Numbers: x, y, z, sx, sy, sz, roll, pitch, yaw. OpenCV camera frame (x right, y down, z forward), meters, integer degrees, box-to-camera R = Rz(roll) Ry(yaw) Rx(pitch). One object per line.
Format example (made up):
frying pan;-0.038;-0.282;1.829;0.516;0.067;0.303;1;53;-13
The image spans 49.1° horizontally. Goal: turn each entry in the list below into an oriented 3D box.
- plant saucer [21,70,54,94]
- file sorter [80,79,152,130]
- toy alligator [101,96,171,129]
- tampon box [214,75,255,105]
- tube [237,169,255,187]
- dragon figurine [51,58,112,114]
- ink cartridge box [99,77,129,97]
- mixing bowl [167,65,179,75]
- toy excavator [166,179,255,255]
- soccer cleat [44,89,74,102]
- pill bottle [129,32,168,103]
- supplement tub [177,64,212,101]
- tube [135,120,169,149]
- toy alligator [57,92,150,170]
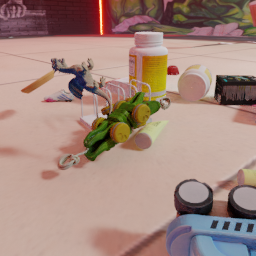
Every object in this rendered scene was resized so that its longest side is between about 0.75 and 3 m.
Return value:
plant saucer;-2.760;-1.403;8.689;1.189;0.223;1.189;-30;17;10
file sorter;-0.397;-0.733;8.551;1.888;1.176;1.310;-13;24;-27
toy alligator;0.268;-0.467;7.771;2.626;0.870;0.631;-24;2;-25
tampon box;4.147;-1.450;10.628;1.454;0.918;1.089;1;22;3
tube;2.876;1.014;5.444;1.415;0.367;0.411;5;61;0
dragon figurine;-0.913;-0.908;5.781;0.769;1.546;0.455;-24;20;36
ink cartridge box;-0.117;-2.128;12.650;2.850;0.813;2.316;24;32;37
mixing bowl;2.479;-3.241;15.635;0.817;0.443;0.817;0;23;0
toy excavator;1.408;1.732;3.072;2.049;1.053;2.108;3;35;12
soccer cleat;-2.662;-1.277;10.768;1.160;0.501;0.405;-3;23;-5
pill bottle;0.717;-2.097;10.079;1.380;2.527;1.380;0;22;0
supplement tub;2.632;-1.778;11.024;1.228;1.228;1.689;8;24;19
tube;0.631;0.066;7.626;0.513;0.459;1.769;33;24;7
toy alligator;-0.423;0.156;6.399;2.777;0.667;0.920;-42;36;-26
